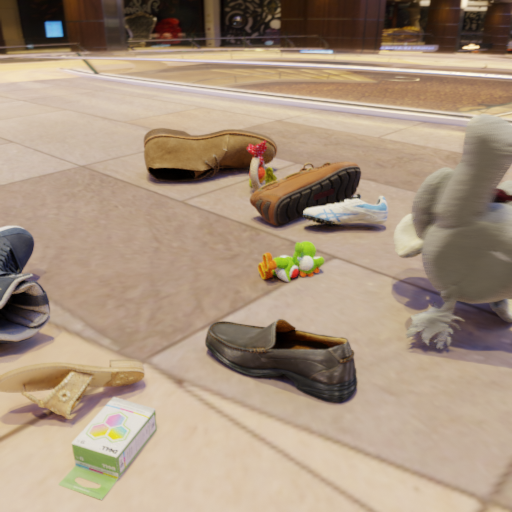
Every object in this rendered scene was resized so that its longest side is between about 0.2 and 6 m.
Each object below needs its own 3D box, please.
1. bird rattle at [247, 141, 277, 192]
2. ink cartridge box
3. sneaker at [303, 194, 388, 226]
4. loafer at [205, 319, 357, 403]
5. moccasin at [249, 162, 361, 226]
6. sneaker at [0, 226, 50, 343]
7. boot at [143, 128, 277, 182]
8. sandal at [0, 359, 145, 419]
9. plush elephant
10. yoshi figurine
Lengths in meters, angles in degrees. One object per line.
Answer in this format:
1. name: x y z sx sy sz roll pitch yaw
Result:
1. bird rattle: 0.098 -2.094 13.598 0.712 1.263 1.030 4 50 10
2. ink cartridge box: -1.564 2.003 5.945 0.556 0.318 1.071 10 27 19
3. sneaker: 1.836 -0.951 11.583 1.761 0.638 0.633 -2 0 -3
4. loafer: 0.291 1.130 7.229 2.151 0.777 0.783 11 29 24
5. moccasin: 1.181 -1.508 12.573 2.976 1.089 1.149 -27 44 -28
6. sneaker: -3.641 0.375 8.360 1.876 0.987 2.596 -2 33 20
7. boot: -1.166 -2.516 14.848 3.571 1.314 1.347 -1 53 -8
8. sandal: -2.114 1.599 6.525 1.711 0.627 0.563 -1 53 -27
9. plush elephant: 3.255 -0.226 8.079 2.460 2.986 2.312 35 24 5
10. yoshi figurine: 0.611 0.041 9.739 1.136 0.636 0.638 -6 20 -20
